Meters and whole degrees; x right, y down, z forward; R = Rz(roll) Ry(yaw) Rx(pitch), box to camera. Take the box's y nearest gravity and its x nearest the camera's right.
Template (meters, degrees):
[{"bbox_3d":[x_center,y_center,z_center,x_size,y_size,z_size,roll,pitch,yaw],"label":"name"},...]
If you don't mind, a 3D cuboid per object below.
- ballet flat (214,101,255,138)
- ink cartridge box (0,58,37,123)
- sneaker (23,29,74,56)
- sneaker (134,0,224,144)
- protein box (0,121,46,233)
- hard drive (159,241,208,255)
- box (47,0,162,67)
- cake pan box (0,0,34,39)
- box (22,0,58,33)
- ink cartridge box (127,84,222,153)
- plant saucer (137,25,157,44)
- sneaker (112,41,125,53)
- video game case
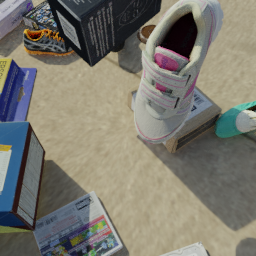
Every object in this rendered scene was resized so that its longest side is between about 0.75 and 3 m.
[{"bbox_3d":[3.585,-0.364,7.923,2.397,0.807,0.843,-23,15,-17],"label":"ballet flat"},{"bbox_3d":[-4.352,-1.182,8.759,2.487,0.584,2.458,-2,55,1],"label":"ink cartridge box"},{"bbox_3d":[-2.698,-3.078,9.899,2.060,0.795,0.806,-5,54,-5],"label":"sneaker"},{"bbox_3d":[0.667,-0.948,4.771,1.121,2.754,1.215,22,20,18],"label":"sneaker"},{"bbox_3d":[-3.245,1.147,6.437,2.127,1.445,2.142,-3,55,0],"label":"protein box"},{"bbox_3d":[1.200,3.070,6.048,1.221,0.231,0.853,-13,57,-10],"label":"hard drive"},{"bbox_3d":[-0.459,-3.067,6.622,2.553,1.895,1.367,-41,78,-12],"label":"box"},{"bbox_3d":[-5.463,-4.565,10.973,2.517,0.715,2.733,24,59,13],"label":"cake pan box"},{"bbox_3d":[-2.849,-4.386,10.997,1.782,0.446,1.796,29,60,18],"label":"box"},{"bbox_3d":[1.301,-0.609,8.200,1.775,0.809,2.154,-31,62,-20],"label":"ink cartridge box"},{"bbox_3d":[0.924,-3.572,10.605,1.154,0.185,1.154,1,56,-1],"label":"plant saucer"},{"bbox_3d":[-0.821,-3.571,10.308,1.410,0.925,2.451,2,48,12],"label":"sneaker"},{"bbox_3d":[-1.200,2.484,6.465,1.668,0.192,1.520,-25,59,-16],"label":"video game case"}]
